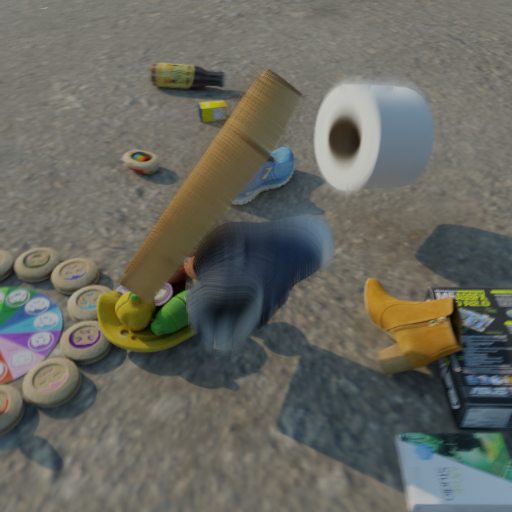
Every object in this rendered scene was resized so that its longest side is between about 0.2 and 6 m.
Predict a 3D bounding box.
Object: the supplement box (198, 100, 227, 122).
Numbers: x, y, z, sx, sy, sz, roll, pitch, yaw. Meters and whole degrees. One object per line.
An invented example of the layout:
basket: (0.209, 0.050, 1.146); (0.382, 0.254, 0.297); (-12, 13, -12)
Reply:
supplement box: (-1.121, -3.724, 14.415); (0.702, 0.382, 0.384); (-8, 41, -10)

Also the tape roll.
tape roll: (2.078, -2.120, 10.112); (1.268, 1.846, 1.846); (-8, 39, -29)

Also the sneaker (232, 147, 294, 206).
sneaker: (0.101, -1.861, 11.803); (0.806, 0.925, 2.057); (29, 48, 30)

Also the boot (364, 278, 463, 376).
boot: (2.366, 0.854, 8.392); (1.289, 0.634, 1.801); (-30, 41, 28)

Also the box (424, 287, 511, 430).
box: (4.079, 1.421, 8.189); (2.796, 0.619, 2.240); (0, 40, 0)

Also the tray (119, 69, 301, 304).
tray: (-0.689, -0.799, 7.251); (0.583, 3.151, 1.554); (34, 44, -10)

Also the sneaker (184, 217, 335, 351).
sneaker: (-0.433, 0.342, 7.034); (2.474, 0.941, 1.788); (-13, 25, 50)

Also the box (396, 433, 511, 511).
box: (2.510, 2.689, 6.989); (1.342, 0.244, 0.969); (1, 41, -1)

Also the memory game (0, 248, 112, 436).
memory game: (-4.179, 1.155, 8.770); (3.996, 0.255, 3.996); (0, 41, 0)

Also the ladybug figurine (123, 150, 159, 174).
ladybug figurine: (-2.561, -2.081, 12.519); (0.935, 0.336, 0.634); (26, 47, 27)

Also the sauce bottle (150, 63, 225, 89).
sauce bottle: (-1.909, -5.041, 15.741); (2.068, 0.683, 0.683); (4, 41, 6)

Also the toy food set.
toy food set: (-1.254, 0.421, 9.000); (2.702, 0.883, 1.590); (-28, 49, -34)
